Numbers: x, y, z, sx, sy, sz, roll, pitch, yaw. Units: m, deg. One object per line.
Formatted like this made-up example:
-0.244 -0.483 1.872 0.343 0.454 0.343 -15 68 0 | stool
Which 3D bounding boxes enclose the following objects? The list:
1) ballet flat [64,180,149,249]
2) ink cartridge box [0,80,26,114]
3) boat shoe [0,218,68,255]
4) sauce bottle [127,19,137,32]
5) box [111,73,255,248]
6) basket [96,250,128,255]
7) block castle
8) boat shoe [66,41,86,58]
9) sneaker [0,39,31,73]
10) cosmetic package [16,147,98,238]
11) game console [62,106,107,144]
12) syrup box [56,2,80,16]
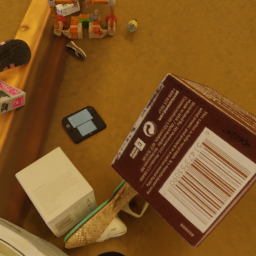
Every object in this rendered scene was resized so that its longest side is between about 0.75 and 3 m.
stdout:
-0.177 1.880 6.459 0.906 0.979 2.776 43 68 11 | ballet flat
-4.348 -0.762 7.887 1.486 0.522 2.490 27 35 16 | ink cartridge box
-2.194 2.749 5.990 2.500 0.900 0.776 20 77 21 | boat shoe
0.191 -3.909 10.597 0.331 0.331 1.023 8 36 6 | sauce bottle
1.581 0.504 5.864 2.217 2.239 2.699 40 21 24 | box
-0.241 3.212 5.004 1.186 1.744 1.573 -6 55 -4 | basket
-1.606 -4.321 10.270 2.465 1.647 1.156 -2 54 -3 | block castle
-1.856 -2.734 9.994 0.293 0.344 1.029 -39 58 -9 | boat shoe
-4.201 -2.238 8.997 1.064 0.910 2.593 -6 23 22 | sneaker
-1.621 1.489 6.534 1.176 1.183 1.414 -34 62 -21 | cosmetic package
-1.314 -0.130 8.273 1.086 0.169 0.961 -29 60 -18 | game console
-2.454 -4.907 11.453 0.882 0.359 0.347 -29 60 -20 | syrup box
